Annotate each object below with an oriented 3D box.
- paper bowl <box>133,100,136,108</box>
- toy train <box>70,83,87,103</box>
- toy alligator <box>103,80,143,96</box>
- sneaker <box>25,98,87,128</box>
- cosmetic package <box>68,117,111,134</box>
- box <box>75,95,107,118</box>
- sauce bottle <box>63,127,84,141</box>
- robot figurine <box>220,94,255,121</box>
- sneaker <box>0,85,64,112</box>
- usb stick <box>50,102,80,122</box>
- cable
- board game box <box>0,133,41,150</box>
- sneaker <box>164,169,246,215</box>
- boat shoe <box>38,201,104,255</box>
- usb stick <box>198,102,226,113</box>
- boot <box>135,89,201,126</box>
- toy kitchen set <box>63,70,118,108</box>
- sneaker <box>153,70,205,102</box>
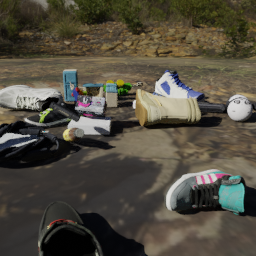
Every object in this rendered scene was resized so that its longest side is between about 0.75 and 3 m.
[{"bbox_3d":[0.716,-1.188,13.115,0.950,0.494,0.950,1,19,0],"label":"paper bowl"},{"bbox_3d":[-2.397,-1.789,14.012,0.752,1.300,0.550,-2,-29,-42],"label":"toy train"},{"bbox_3d":[-0.361,-2.196,15.945,2.859,0.848,0.776,-5,59,-19],"label":"toy alligator"},{"bbox_3d":[-2.680,-0.645,10.538,2.382,0.986,0.854,-11,21,-26],"label":"sneaker"},{"bbox_3d":[-1.315,-0.095,9.893,1.410,0.364,1.063,0,16,0],"label":"cosmetic package"},{"bbox_3d":[-1.288,-0.773,9.944,0.994,0.570,0.657,6,-14,4],"label":"box"},{"bbox_3d":[-1.611,0.182,8.326,0.410,0.410,1.266,-9,-2,-25],"label":"sauce bottle"},{"bbox_3d":[4.424,-0.833,11.189,1.149,0.954,1.529,-41,4,22],"label":"robot figurine"},{"bbox_3d":[-4.260,-1.247,12.249,2.958,1.116,1.702,-5,16,-21],"label":"sneaker"},{"bbox_3d":[-1.926,-0.487,8.603,0.982,0.272,0.160,30,46,-16],"label":"usb stick"},{"bbox_3d":[-3.118,0.314,7.623,2.212,0.562,1.805,-10,35,-36],"label":"cable"},{"bbox_3d":[-3.787,0.415,8.463,2.064,0.267,2.063,10,21,31],"label":"board game box"},{"bbox_3d":[1.603,1.257,5.201,1.728,0.722,1.043,-11,11,-35],"label":"sneaker"},{"bbox_3d":[-0.805,1.638,3.934,0.867,0.742,2.369,-8,18,-19],"label":"boat shoe"},{"bbox_3d":[3.042,-0.954,12.520,2.552,0.416,0.708,4,12,12],"label":"usb stick"},{"bbox_3d":[1.475,-0.873,11.163,2.280,1.068,2.934,-2,19,-5],"label":"boot"},{"bbox_3d":[-1.872,-1.963,13.729,2.689,1.584,2.154,-2,18,-4],"label":"toy kitchen set"},{"bbox_3d":[2.368,-2.044,13.923,2.809,1.622,1.135,15,24,39],"label":"sneaker"}]
